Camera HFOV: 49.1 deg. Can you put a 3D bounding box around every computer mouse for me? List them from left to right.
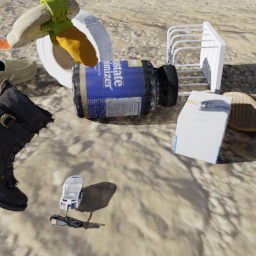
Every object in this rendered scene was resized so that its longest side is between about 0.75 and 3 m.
[{"bbox_3d":[-1.159,1.512,5.788,0.653,0.261,1.191,-1,41,7],"label":"computer mouse"}]

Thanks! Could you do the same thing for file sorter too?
[{"bbox_3d":[2.312,-2.557,10.175,1.617,1.802,2.597,-2,36,3],"label":"file sorter"}]

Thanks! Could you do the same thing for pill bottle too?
[{"bbox_3d":[-0.094,-1.178,8.327,2.957,1.654,1.654,-4,36,-4],"label":"pill bottle"}]

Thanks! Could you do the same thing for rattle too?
[{"bbox_3d":[-1.542,-1.466,5.209,1.859,1.328,1.210,-25,27,25],"label":"rattle"}]

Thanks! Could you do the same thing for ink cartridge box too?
[{"bbox_3d":[1.956,-0.084,7.245,1.101,1.120,1.522,14,37,19],"label":"ink cartridge box"}]

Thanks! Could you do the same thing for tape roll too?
[{"bbox_3d":[-1.826,-2.667,9.610,2.574,2.574,0.900,16,38,21],"label":"tape roll"}]

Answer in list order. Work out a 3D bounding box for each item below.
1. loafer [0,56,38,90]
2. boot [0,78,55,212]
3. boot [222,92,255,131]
[{"bbox_3d":[-4.379,-2.048,10.103,1.113,0.987,2.926,12,37,17],"label":"loafer"},{"bbox_3d":[-1.304,0.234,3.262,1.139,1.309,0.453,-44,30,-13],"label":"boot"},{"bbox_3d":[4.258,-0.417,8.142,2.323,1.010,2.793,-6,21,-37],"label":"boot"}]
